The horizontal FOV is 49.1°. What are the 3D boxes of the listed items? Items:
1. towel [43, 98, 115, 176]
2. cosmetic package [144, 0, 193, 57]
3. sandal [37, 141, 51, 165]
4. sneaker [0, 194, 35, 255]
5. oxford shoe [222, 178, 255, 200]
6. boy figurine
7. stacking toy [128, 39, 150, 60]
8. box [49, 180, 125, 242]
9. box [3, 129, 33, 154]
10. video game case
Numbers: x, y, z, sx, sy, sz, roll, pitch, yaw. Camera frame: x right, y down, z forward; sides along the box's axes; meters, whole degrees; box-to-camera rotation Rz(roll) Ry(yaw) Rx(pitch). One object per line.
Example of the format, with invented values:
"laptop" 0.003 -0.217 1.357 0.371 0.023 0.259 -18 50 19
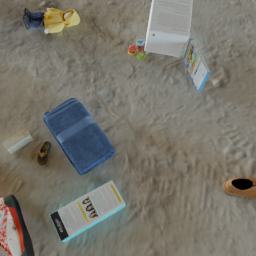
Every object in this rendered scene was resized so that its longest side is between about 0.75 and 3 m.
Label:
"towel" -1.838 0.254 10.469 1.608 0.699 2.879 -32 68 -15
"cosmetic package" 1.695 -4.399 11.930 1.653 1.643 1.976 10 75 -1
"sandal" -3.113 0.903 10.389 0.394 0.263 0.964 12 65 6
"sneaker" -3.926 3.479 8.852 1.342 0.836 2.504 -25 63 -10
"oxford shoe" 4.407 2.035 9.596 2.098 0.748 0.748 -1 63 -2
"boy figurine" -3.500 -4.979 12.939 2.492 0.803 1.549 1 62 3
"stacking toy" 0.538 -3.530 12.457 0.813 0.379 0.898 40 71 17
"box" -1.311 2.754 9.325 2.322 0.571 0.956 -27 67 -12
"box" -4.104 0.497 10.487 0.953 0.452 0.370 -34 68 -16
"video game case" 2.776 -2.572 11.499 0.157 1.261 1.763 -14 65 -10
